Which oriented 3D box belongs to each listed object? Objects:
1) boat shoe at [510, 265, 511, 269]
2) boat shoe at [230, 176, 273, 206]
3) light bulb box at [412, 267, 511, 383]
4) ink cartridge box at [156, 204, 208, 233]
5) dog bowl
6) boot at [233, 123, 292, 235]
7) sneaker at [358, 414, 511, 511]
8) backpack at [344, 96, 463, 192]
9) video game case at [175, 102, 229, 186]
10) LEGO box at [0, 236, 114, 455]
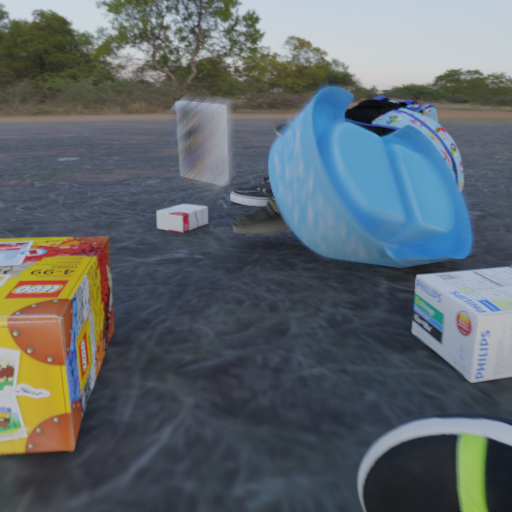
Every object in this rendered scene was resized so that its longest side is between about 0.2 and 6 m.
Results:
[{"bbox_3d":[4.713,0.276,6.890,2.889,1.080,0.988,10,26,32],"label":"boat shoe"},{"bbox_3d":[0.467,-1.608,13.564,2.251,0.746,0.787,6,18,17],"label":"boat shoe"},{"bbox_3d":[2.537,0.690,6.066,1.228,0.766,1.217,-5,18,-12],"label":"light bulb box"},{"bbox_3d":[-1.505,-0.783,11.494,0.676,0.392,0.915,10,18,28],"label":"ink cartridge box"},{"bbox_3d":[1.711,-0.910,8.046,0.986,2.217,3.977,-26,-22,38],"label":"dog bowl"},{"bbox_3d":[0.517,-1.368,9.804,2.305,1.741,0.832,-12,9,18],"label":"boot"},{"bbox_3d":[1.473,1.688,2.249,1.287,1.114,3.107,-14,22,-38],"label":"sneaker"},{"bbox_3d":[3.020,-1.873,11.374,1.842,2.499,2.737,-32,33,-23],"label":"backpack"},{"bbox_3d":[-0.995,-2.073,10.272,1.283,1.408,0.162,19,29,41],"label":"video game case"},{"bbox_3d":[-3.099,0.711,5.209,3.166,1.221,2.357,-2,17,-6],"label":"LEGO box"}]
